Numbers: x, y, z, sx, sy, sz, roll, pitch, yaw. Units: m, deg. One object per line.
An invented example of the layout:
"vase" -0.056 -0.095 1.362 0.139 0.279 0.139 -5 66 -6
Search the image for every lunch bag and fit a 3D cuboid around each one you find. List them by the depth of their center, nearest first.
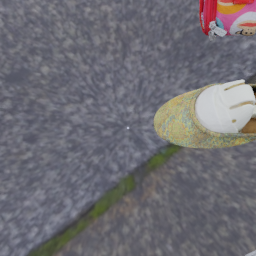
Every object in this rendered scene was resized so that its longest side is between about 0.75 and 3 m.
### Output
"lunch bag" 1.857 -3.064 4.656 1.206 2.593 2.943 4 121 12

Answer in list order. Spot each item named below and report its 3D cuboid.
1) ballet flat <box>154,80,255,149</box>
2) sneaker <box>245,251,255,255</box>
"ballet flat" 1.304 -0.194 2.804 2.065 0.730 0.730 0 77 0
"sneaker" 1.585 2.525 3.559 2.757 1.069 1.257 -28 98 8
